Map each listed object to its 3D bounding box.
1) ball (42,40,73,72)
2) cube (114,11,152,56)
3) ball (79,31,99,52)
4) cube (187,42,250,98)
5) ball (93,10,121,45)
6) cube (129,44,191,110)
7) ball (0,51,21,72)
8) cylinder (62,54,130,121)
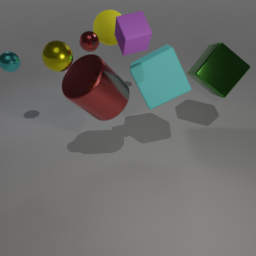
[{"bbox_3d":[-1.613,-1.643,6.421,0.700,0.700,0.700,0,31,0],"label":"ball"},{"bbox_3d":[0.112,-2.372,7.047,0.700,0.700,0.700,-17,73,-12],"label":"cube"},{"bbox_3d":[-1.350,-3.022,9.785,0.700,0.700,0.700,0,31,0],"label":"ball"},{"bbox_3d":[3.285,-2.130,10.357,1.400,1.400,1.400,37,10,-8],"label":"cube"},{"bbox_3d":[-0.745,-4.173,11.680,1.400,1.400,1.400,0,31,0],"label":"ball"},{"bbox_3d":[0.985,-1.642,8.841,1.400,1.400,1.400,-25,17,11],"label":"cube"},{"bbox_3d":[-4.077,-2.277,9.646,0.700,0.700,0.700,0,31,0],"label":"ball"},{"bbox_3d":[-0.887,-1.105,7.903,1.400,1.400,1.400,-15,59,27],"label":"cylinder"}]
